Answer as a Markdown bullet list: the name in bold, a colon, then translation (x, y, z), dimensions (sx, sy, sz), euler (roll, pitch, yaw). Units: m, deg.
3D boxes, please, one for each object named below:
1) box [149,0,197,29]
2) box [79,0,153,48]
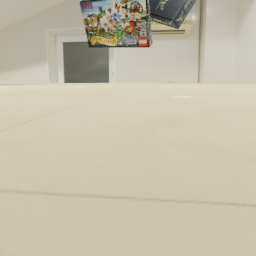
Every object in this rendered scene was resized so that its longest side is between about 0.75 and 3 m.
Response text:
- **box**: translation (1.119, -3.303, 6.812), dimensions (1.245, 1.579, 0.403), euler (36, 6, 37)
- **box**: translation (-0.257, -2.414, 6.443), dimensions (1.572, 1.074, 0.296), euler (6, 37, 20)
